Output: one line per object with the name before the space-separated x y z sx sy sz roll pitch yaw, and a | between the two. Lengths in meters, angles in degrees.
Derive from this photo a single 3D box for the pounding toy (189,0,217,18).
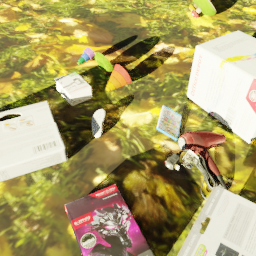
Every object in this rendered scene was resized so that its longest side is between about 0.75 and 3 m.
pounding toy | 3.803 -7.015 15.745 2.387 1.108 1.842 51 21 0

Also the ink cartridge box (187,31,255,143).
ink cartridge box | 3.857 -1.500 9.362 2.170 2.180 3.000 -26 51 -24

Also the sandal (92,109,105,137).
sandal | -0.987 -0.139 9.390 0.456 0.275 1.120 -4 55 17

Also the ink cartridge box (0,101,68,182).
ink cartridge box | -3.502 0.396 8.586 2.746 0.598 2.383 -17 46 -17

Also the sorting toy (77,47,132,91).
sorting toy | -1.122 -2.320 11.373 0.979 0.985 2.842 -46 59 -9

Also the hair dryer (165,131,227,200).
hair dryer | 2.214 0.887 8.220 1.824 0.650 2.394 39 53 4

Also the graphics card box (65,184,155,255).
graphics card box | -0.459 2.486 6.454 1.399 0.567 2.230 -18 48 -18

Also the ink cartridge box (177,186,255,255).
ink cartridge box | 2.296 2.675 5.968 1.998 0.954 2.276 26 50 24

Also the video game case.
video game case | 1.376 -0.191 9.229 0.780 0.097 1.091 30 49 -12

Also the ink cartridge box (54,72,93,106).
ink cartridge box | -2.051 -1.504 10.572 0.921 0.532 1.265 -27 50 -25
